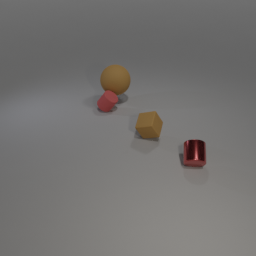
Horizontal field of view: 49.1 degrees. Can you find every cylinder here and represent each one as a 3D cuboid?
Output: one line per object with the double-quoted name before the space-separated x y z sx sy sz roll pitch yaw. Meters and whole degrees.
"cylinder" 2.118 0.807 8.889 0.700 0.700 0.700 3 66 5
"cylinder" -0.910 -1.186 12.435 0.700 0.700 0.700 25 41 -24

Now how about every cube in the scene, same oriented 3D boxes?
"cube" 0.783 -0.110 10.278 0.700 0.700 0.700 -6 50 32

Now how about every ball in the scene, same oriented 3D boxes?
"ball" -0.580 -2.208 12.914 1.400 1.400 1.400 0 29 0
